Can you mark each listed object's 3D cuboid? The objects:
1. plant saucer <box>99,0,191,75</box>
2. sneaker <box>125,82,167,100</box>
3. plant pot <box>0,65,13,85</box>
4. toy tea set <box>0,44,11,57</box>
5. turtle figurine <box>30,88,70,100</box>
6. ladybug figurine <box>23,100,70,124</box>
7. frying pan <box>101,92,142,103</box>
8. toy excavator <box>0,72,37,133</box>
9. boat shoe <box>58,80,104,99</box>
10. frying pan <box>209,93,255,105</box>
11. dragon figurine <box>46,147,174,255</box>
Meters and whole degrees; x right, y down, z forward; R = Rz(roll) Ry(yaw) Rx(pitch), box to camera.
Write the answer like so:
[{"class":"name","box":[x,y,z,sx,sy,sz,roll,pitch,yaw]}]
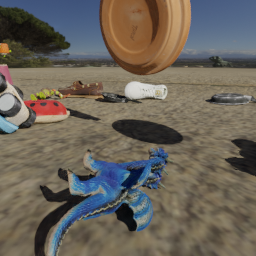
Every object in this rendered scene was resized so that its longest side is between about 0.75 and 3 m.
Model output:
[{"class":"plant saucer","box":[0.198,-2.328,5.996,2.421,2.421,0.391,14,27,42]},{"class":"sneaker","box":[0.931,-1.681,12.638,1.297,0.827,2.244,7,13,35]},{"class":"plant pot","box":[-5.548,-1.805,11.656,1.784,1.597,1.784,0,14,0]},{"class":"toy tea set","box":[-3.388,-1.941,6.994,0.869,0.322,0.517,6,15,23]},{"class":"turtle figurine","box":[-3.637,-1.538,12.645,1.753,0.564,1.414,3,15,12]},{"class":"ladybug figurine","box":[-2.690,-0.522,8.641,1.746,0.628,1.185,-2,15,-8]},{"class":"frying pan","box":[-0.279,-1.275,12.228,1.830,0.298,1.107,14,15,1]},{"class":"toy excavator","box":[-3.998,-0.536,7.338,2.318,2.254,1.158,-35,-16,-5]},{"class":"boat shoe","box":[-2.290,-1.879,13.477,2.368,0.833,0.834,2,16,14]},{"class":"frying pan","box":[4.787,-1.192,11.791,2.697,0.439,1.632,6,16,33]},{"class":"dragon figurine","box":[-0.064,0.787,3.474,1.224,0.724,2.461,2,14,9]}]
